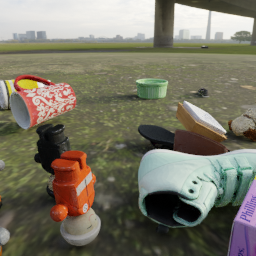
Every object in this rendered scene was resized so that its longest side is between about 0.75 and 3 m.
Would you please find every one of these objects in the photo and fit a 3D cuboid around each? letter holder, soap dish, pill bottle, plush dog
[{"bbox_3d":[1.739,0.555,6.188,0.712,1.007,1.416,-13,22,-33],"label":"letter holder"},{"bbox_3d":[2.064,-0.141,8.136,1.127,0.582,1.432,25,19,-21],"label":"soap dish"},{"bbox_3d":[-4.379,-1.512,12.053,2.122,1.193,1.193,-12,22,-30],"label":"pill bottle"},{"bbox_3d":[3.757,-0.159,8.598,1.181,1.103,1.375,-30,27,-12],"label":"plush dog"}]

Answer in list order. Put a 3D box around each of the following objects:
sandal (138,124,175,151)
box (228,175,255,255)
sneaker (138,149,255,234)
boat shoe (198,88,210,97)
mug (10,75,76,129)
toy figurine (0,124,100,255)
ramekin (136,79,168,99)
[{"bbox_3d":[1.108,0.439,7.536,1.980,0.474,0.744,23,30,21],"label":"sandal"},{"bbox_3d":[2.460,1.462,3.668,1.838,0.888,1.617,12,22,32],"label":"box"},{"bbox_3d":[1.530,1.109,4.598,2.828,1.041,1.668,1,21,9],"label":"sneaker"},{"bbox_3d":[3.944,-1.907,14.475,0.457,0.389,1.366,0,19,1],"label":"boat shoe"},{"bbox_3d":[-2.831,-1.025,9.421,1.250,1.663,1.874,8,24,44],"label":"mug"},{"bbox_3d":[-1.612,1.012,4.369,2.087,1.475,2.120,-15,25,-23],"label":"toy figurine"},{"bbox_3d":[1.184,-1.964,14.028,1.592,0.777,1.592,0,19,0],"label":"ramekin"}]
